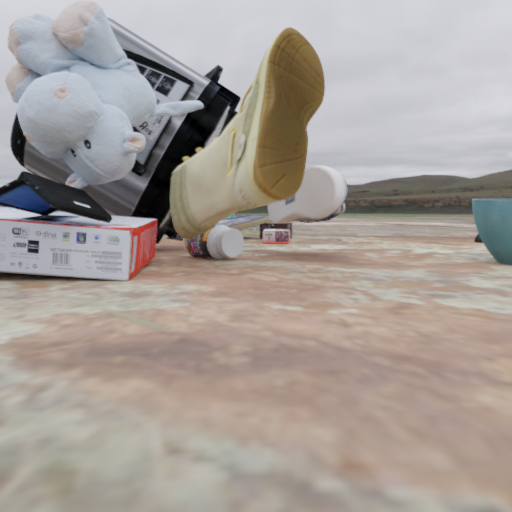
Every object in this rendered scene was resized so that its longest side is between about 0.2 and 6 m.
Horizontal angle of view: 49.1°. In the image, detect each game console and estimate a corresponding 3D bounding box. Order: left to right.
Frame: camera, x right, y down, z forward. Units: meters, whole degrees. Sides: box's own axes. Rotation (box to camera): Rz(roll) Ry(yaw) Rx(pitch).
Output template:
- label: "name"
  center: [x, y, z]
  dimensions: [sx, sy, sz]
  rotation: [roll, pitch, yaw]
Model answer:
- label: "game console"
  center: [-2.439, -0.551, 6.634]
  dimensions: [0.949, 0.628, 1.079]
  rotation: [40, 9, 20]

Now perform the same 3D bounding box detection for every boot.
- label: "boot"
  center: [-0.174, -1.673, 7.839]
  dimensions: [1.026, 2.818, 2.190]
  rotation: [28, -32, -31]
- label: "boot"
  center: [1.113, -0.983, 9.285]
  dimensions: [1.050, 0.845, 2.324]
  rotation: [-2, 1, -22]

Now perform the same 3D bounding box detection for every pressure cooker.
- label: "pressure cooker"
  center: [-2.167, -2.289, 10.727]
  dimensions: [3.774, 3.319, 3.371]
  rotation: [31, 37, -10]

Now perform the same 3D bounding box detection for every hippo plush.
- label: "hippo plush"
  center: [-2.352, -1.787, 7.559]
  dimensions: [2.055, 2.074, 2.579]
  rotation: [-24, -44, 27]

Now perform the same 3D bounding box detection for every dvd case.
- label: "dvd case"
  center: [-0.962, -0.727, 14.213]
  dimensions: [2.254, 0.180, 1.676]
  rotation: [-17, 13, -28]

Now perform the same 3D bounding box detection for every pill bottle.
- label: "pill bottle"
  center: [-0.703, -0.231, 9.188]
  dimensions: [0.575, 0.575, 0.989]
  rotation: [-5, 6, -43]

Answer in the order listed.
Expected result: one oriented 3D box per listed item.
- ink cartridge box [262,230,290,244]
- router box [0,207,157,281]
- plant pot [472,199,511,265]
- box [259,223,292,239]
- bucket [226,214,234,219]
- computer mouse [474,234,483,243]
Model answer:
- label: "ink cartridge box"
  center: [0.469, -0.458, 13.043]
  dimensions: [0.626, 0.289, 1.148]
  rotation: [0, 4, 4]
- label: "router box"
  center: [-2.745, -0.229, 7.507]
  dimensions: [2.528, 0.618, 2.269]
  rotation: [4, 7, -4]
- label: "plant pot"
  center: [3.995, -0.372, 8.423]
  dimensions: [1.439, 0.969, 1.439]
  rotation: [0, 7, 0]
- label: "box"
  center: [0.506, -0.632, 14.297]
  dimensions: [0.834, 0.417, 0.312]
  rotation: [0, 5, 8]
- label: "bucket"
  center: [-1.725, -1.378, 16.591]
  dimensions: [2.270, 1.477, 2.270]
  rotation: [0, 6, 0]
- label: "computer mouse"
  center: [5.524, -0.457, 13.086]
  dimensions: [1.094, 0.288, 0.758]
  rotation: [-4, 7, -34]
